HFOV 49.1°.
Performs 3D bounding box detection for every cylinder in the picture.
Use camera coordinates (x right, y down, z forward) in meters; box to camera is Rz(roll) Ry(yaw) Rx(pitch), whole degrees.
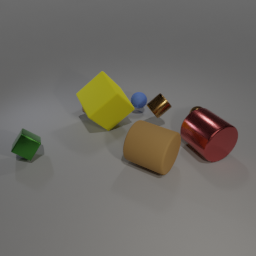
[{"bbox_3d":[2.767,0.216,9.650,1.400,1.400,1.400,-15,35,-22],"label":"cylinder"},{"bbox_3d":[0.781,0.603,8.984,1.400,1.400,1.400,20,37,26],"label":"cylinder"},{"bbox_3d":[1.180,-0.845,10.653,0.700,0.700,0.700,-40,36,7],"label":"cylinder"}]

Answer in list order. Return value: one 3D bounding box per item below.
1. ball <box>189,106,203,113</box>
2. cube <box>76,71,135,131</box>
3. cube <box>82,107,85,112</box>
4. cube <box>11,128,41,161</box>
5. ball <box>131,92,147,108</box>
[{"bbox_3d":[2.858,-0.552,11.486,0.700,0.700,0.700,0,33,0],"label":"ball"},{"bbox_3d":[-0.870,-1.019,10.829,1.400,1.400,1.400,-39,54,10],"label":"cube"},{"bbox_3d":[-1.537,-1.032,12.221,0.700,0.700,0.700,-31,44,-34],"label":"cube"},{"bbox_3d":[-3.417,0.545,9.428,0.700,0.700,0.700,31,5,-24],"label":"cube"},{"bbox_3d":[0.470,-1.192,12.019,0.700,0.700,0.700,0,33,0],"label":"ball"}]
